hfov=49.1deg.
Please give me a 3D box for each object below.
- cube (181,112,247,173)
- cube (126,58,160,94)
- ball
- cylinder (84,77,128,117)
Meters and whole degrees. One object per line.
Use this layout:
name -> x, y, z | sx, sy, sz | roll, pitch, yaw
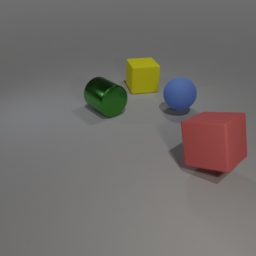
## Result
cube -> 2.589, 0.344, 8.370 | 1.400, 1.400, 1.400 | 5, 18, 43
cube -> 0.729, -2.707, 14.398 | 1.400, 1.400, 1.400 | -6, 32, -11
ball -> 2.210, -1.461, 11.921 | 1.400, 1.400, 1.400 | 0, 30, 0
cylinder -> -0.972, -1.360, 12.115 | 1.400, 1.400, 1.400 | -21, 37, -32
